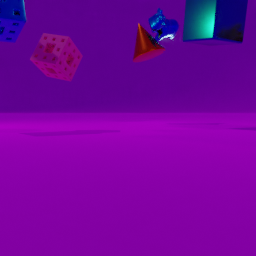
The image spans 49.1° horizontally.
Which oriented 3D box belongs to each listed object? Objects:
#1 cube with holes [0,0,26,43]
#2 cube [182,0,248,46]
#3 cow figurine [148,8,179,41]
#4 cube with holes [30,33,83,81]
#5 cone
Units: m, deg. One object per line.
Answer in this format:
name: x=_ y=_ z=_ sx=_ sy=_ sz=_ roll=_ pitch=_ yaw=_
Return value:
cube with holes: x=-3.084 y=-2.747 z=6.352 sx=1.114 sy=1.114 sz=1.114 roll=-5 pitch=-7 yaw=-35
cube: x=2.419 y=-3.018 z=7.870 sx=1.212 sy=1.212 sz=1.212 roll=-4 pitch=13 yaw=-32
cow figurine: x=1.494 y=-4.186 z=11.356 sx=1.537 sy=0.844 sz=1.512 roll=-15 pitch=-11 yaw=-20
cube with holes: x=-1.794 y=-1.789 z=7.120 sx=0.791 sy=0.791 sz=0.791 roll=15 pitch=-16 yaw=22
cone: x=0.643 y=-3.585 z=11.344 sx=1.392 sy=1.397 sz=1.392 roll=-18 pitch=0 yaw=0
